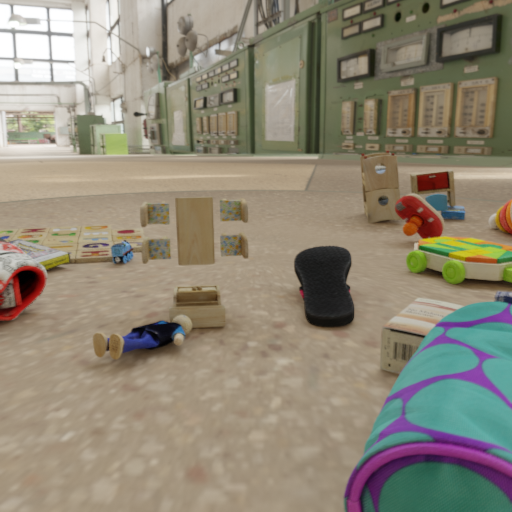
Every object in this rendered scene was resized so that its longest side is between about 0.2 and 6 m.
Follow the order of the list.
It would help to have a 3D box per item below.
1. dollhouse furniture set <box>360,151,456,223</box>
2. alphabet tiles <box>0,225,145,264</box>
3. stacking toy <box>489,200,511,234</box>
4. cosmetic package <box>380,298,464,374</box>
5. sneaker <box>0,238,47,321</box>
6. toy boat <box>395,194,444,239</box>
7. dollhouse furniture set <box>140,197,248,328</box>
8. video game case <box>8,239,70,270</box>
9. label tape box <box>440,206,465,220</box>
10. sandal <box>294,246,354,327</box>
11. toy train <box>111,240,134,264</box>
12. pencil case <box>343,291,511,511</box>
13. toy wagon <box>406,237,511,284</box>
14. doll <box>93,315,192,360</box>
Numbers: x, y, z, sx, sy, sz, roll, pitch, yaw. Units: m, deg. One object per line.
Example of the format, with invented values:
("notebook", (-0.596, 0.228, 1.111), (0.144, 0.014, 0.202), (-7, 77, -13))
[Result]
("dollhouse furniture set", (3.849, -1.858, 14.042), (2.290, 1.604, 1.614), (-6, 12, 9))
("alphabet tiles", (-4.147, -0.241, 10.951), (3.936, 0.125, 3.276), (-3, 13, -14))
("stacking toy", (5.588, -0.834, 12.226), (1.075, 1.075, 1.471), (-4, -3, -16))
("cosmetic package", (1.694, 0.809, 5.636), (0.552, 0.466, 1.069), (8, 15, 31))
("sneaker", (-3.632, 0.443, 6.532), (1.231, 0.767, 2.298), (22, 31, 32))
("toy boat", (3.200, -0.664, 11.215), (0.716, 1.095, 0.715), (-48, 0, -23))
("dollhouse furniture set", (-0.728, 0.033, 6.773), (1.276, 1.455, 0.967), (-2, 12, -6))
("video game case", (-4.008, 0.057, 9.139), (1.412, 0.180, 1.276), (13, 22, 31))
("label tape box", (5.020, -1.081, 14.317), (0.581, 0.255, 0.805), (4, 17, 17))
("sandal", (0.916, 0.440, 7.515), (0.806, 0.483, 2.145), (-4, 27, 7))
("toy train", (-2.310, -0.071, 9.706), (0.264, 0.348, 0.610), (-1, 13, 8))
("pencil case", (1.407, 1.025, 3.453), (1.116, 1.028, 2.415), (-2, 11, 29))
("toy wagon", (3.555, 0.096, 8.807), (1.705, 0.435, 2.198), (-8, 15, -29))
("doll", (-1.093, 0.842, 5.897), (0.797, 0.283, 1.168), (-1, 4, 34))
